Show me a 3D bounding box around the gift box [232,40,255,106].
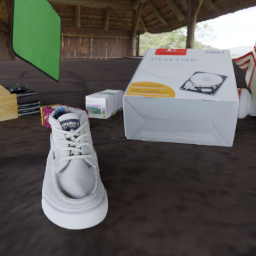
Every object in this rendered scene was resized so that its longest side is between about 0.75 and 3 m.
[{"bbox_3d":[4.155,-1.615,6.524,2.887,2.664,2.696,6,47,5],"label":"gift box"}]

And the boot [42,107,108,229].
[{"bbox_3d":[-0.856,0.350,4.019,0.856,1.112,2.326,-6,17,-19],"label":"boot"}]

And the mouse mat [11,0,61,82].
[{"bbox_3d":[-1.917,-2.113,6.110,0.083,1.777,2.208,-1,-6,9],"label":"mouse mat"}]

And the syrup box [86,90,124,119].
[{"bbox_3d":[-0.678,-0.770,8.695,0.629,0.650,1.597,5,17,17],"label":"syrup box"}]

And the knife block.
[{"bbox_3d":[-3.645,-0.509,8.121,0.666,1.827,2.081,14,66,43],"label":"knife block"}]

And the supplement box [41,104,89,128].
[{"bbox_3d":[-1.637,-0.267,7.218,1.187,0.508,0.655,14,21,40],"label":"supplement box"}]

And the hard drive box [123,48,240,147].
[{"bbox_3d":[1.346,-0.938,6.936,2.320,1.143,2.977,4,34,12],"label":"hard drive box"}]

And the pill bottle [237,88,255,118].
[{"bbox_3d":[3.012,-0.749,8.222,1.550,0.869,0.869,7,18,23],"label":"pill bottle"}]
